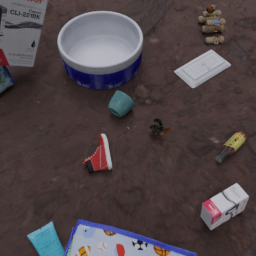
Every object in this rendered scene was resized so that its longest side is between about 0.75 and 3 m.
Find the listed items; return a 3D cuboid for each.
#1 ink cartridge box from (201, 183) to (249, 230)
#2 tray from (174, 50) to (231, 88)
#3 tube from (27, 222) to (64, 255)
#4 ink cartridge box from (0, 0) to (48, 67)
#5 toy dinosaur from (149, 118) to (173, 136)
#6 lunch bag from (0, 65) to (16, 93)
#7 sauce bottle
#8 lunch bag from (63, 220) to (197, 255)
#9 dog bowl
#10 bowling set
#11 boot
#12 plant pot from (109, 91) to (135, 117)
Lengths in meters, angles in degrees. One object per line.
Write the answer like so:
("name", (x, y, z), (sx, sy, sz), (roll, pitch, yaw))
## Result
("ink cartridge box", (2.441, 1.999, 7.119), (1.098, 0.795, 0.463), (-26, 50, -12))
("tray", (2.761, -2.251, 10.285), (1.967, 0.218, 1.056), (-32, 63, -19))
("tube", (-1.764, 3.111, 6.726), (0.667, 0.434, 1.723), (-23, 55, -29))
("ink cartridge box", (-3.658, -3.234, 8.584), (1.764, 2.444, 1.024), (-8, 41, -45))
("toy dinosaur", (0.967, 0.024, 8.487), (0.851, 0.578, 0.435), (-23, 30, 27))
("lunch bag", (-5.105, -1.787, 9.470), (1.861, 1.186, 1.583), (29, 58, 29))
("sauce bottle", (3.054, 0.578, 8.354), (1.183, 0.390, 0.390), (-39, 65, -23))
("lunch bag", (-0.206, 3.363, 5.826), (2.678, 1.658, 2.277), (16, 60, 3))
("dog bowl", (-0.949, -2.825, 10.087), (2.941, 1.159, 2.941), (0, 57, 0))
("bowling set", (3.461, -4.237, 11.044), (0.913, 1.184, 1.702), (-5, 61, -5))
("boot", (-0.954, 0.731, 8.254), (0.836, 0.420, 1.159), (-9, 61, -4))
("plant pot", (-0.266, -0.724, 9.016), (0.758, 0.758, 0.608), (32, 74, 19))
